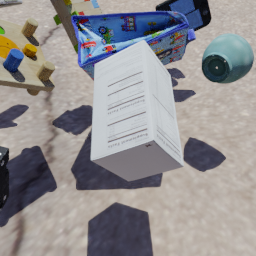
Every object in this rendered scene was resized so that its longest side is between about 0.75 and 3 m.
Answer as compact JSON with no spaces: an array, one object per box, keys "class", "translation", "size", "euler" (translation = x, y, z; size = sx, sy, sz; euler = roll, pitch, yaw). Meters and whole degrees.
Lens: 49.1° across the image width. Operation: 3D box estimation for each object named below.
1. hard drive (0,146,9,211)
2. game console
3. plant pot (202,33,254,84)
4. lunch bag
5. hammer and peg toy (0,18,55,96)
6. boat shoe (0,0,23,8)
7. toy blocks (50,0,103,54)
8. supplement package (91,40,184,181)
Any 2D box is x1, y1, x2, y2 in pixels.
[{"class":"hard drive","translation":[-1.504,0.828,2.723],"size":[0.223,0.824,1.179],"euler":[14,36,-5]},{"class":"game console","translation":[1.696,-3.393,8.413],"size":[1.496,1.323,0.232],"euler":[-23,50,12]},{"class":"plant pot","translation":[2.217,-1.520,6.573],"size":[1.169,1.169,0.783],"euler":[30,48,26]},{"class":"lunch bag","translation":[0.264,-1.885,6.426],"size":[2.513,1.892,1.182],"euler":[-11,81,8]},{"class":"hammer and peg toy","translation":[-2.776,-1.528,5.359],"size":[2.583,0.911,1.900],"euler":[1,56,-48]},{"class":"boat shoe","translation":[-3.689,-3.197,7.148],"size":[2.144,0.716,0.788],"euler":[-34,27,-26]},{"class":"toy blocks","translation":[-1.222,-3.055,7.513],"size":[0.899,1.800,1.230],"euler":[-13,17,46]},{"class":"supplement package","translation":[0.124,-0.254,4.474],"size":[1.011,1.050,1.846],"euler":[-20,53,26]}]
